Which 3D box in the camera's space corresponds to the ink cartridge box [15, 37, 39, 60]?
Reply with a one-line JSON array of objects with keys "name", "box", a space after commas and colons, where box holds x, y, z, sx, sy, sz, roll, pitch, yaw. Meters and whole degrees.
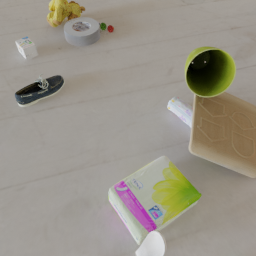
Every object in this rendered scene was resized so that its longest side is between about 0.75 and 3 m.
[{"name": "ink cartridge box", "box": [-4.451, -3.517, 12.349, 0.588, 0.585, 0.801, -32, 58, -22]}]

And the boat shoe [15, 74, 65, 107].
[{"name": "boat shoe", "box": [-3.352, -1.552, 10.711, 2.046, 0.633, 0.766, -31, 57, -23]}]

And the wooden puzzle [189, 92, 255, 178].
[{"name": "wooden puzzle", "box": [3.093, 0.062, 9.031, 2.468, 0.617, 2.665, 22, 58, -9]}]

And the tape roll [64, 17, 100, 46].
[{"name": "tape roll", "box": [-2.162, -4.571, 13.242, 1.669, 0.551, 1.669, 0, 50, 0]}]

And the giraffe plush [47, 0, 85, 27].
[{"name": "giraffe plush", "box": [-2.987, -5.734, 13.800, 1.457, 1.797, 1.550, 6, 30, -38]}]

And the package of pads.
[{"name": "package of pads", "box": [0.686, 1.898, 7.830, 2.145, 0.731, 1.657, -27, 57, -21]}]

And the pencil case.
[{"name": "pencil case", "box": [2.041, -0.517, 9.882, 0.645, 0.591, 1.423, -13, 47, -40]}]

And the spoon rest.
[{"name": "spoon rest", "box": [0.519, 2.880, 6.670, 0.369, 1.217, 0.605, -1, 53, -32]}]

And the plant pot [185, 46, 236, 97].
[{"name": "plant pot", "box": [2.435, -1.970, 8.919, 1.490, 1.490, 1.593, 0, 29, 0]}]

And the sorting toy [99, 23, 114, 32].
[{"name": "sorting toy", "box": [-1.093, -5.013, 13.823, 1.013, 0.351, 0.349, 23, 31, 16]}]
